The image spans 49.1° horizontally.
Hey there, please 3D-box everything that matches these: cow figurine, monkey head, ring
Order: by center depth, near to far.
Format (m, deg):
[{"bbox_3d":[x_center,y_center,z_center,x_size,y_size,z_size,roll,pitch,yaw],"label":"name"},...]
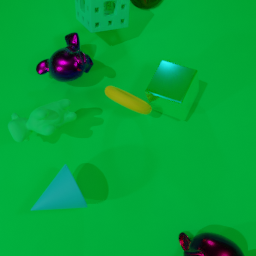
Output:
[{"bbox_3d":[1.783,2.951,5.896,1.875,1.130,1.349,14,98,30],"label":"monkey head"},{"bbox_3d":[-2.042,-0.176,6.551,1.388,1.366,0.762,-33,109,-37],"label":"cow figurine"},{"bbox_3d":[0.010,-0.700,7.010,1.271,1.271,0.254,28,100,8],"label":"ring"},{"bbox_3d":[-1.584,-1.844,7.292,1.752,1.056,1.261,-4,102,32],"label":"monkey head"}]

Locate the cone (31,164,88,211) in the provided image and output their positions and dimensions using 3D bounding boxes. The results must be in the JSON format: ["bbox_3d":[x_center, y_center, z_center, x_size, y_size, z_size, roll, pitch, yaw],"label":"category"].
[{"bbox_3d":[-1.664,1.570,6.331,1.122,1.118,1.118,-27,75,-16],"label":"cone"}]

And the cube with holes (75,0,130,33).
[{"bbox_3d":[-0.703,-3.358,7.478,1.107,1.107,1.107,-17,45,-23],"label":"cube with holes"}]

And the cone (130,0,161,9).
[{"bbox_3d":[0.501,-4.277,8.175,1.055,1.059,1.055,-1,76,6],"label":"cone"}]

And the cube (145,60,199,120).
[{"bbox_3d":[1.148,-0.947,7.125,0.981,0.981,0.981,22,74,24],"label":"cube"}]
